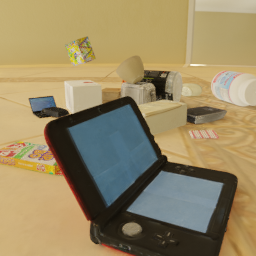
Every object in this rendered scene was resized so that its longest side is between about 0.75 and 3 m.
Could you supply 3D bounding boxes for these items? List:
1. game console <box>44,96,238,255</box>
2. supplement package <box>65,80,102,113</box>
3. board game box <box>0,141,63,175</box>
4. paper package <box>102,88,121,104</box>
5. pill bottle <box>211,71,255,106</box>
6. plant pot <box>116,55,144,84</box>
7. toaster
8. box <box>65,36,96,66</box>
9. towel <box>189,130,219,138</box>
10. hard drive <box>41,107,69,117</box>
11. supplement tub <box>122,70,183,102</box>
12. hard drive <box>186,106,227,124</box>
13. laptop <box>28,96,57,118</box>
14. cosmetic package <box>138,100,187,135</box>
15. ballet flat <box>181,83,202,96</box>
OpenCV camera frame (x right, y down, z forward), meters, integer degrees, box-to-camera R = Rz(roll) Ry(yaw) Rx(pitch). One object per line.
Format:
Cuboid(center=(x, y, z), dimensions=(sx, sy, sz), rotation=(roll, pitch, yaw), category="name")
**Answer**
Cuboid(center=(0.504, 0.552, 4.752), dimensions=(2.488, 1.714, 2.887), rotation=(8, 18, 26), category="game console")
Cuboid(center=(-1.985, -1.386, 12.297), dimensions=(1.254, 1.239, 2.069), rotation=(-6, 17, -20), category="supplement package")
Cuboid(center=(-2.200, 0.707, 6.850), dimensions=(2.100, 0.315, 1.003), rotation=(9, 19, 20), category="board game box")
Cuboid(center=(-0.794, -1.632, 14.201), dimensions=(1.209, 0.656, 1.268), rotation=(4, 16, 13), category="paper package")
Cuboid(center=(5.331, -1.911, 13.548), dimensions=(1.530, 1.530, 2.813), rotation=(-3, 16, -11), category="pill bottle")
Cuboid(center=(0.212, -2.303, 11.599), dimensions=(1.183, 0.794, 1.183), rotation=(-31, -13, -8), category="plant pot")
Cuboid(center=(0.387, -1.342, 12.192), dimensions=(1.880, 1.215, 1.069), rotation=(14, 21, 41), category="toaster")
Cuboid(center=(-1.705, -2.712, 9.980), dimensions=(0.523, 0.825, 0.857), rotation=(-31, 21, -35), category="box")
Cuboid(center=(2.377, 0.215, 8.820), dimensions=(0.832, 0.124, 0.609), rotation=(-1, 16, 5), category="towel")
Cuboid(center=(-2.994, -0.676, 11.495), dimensions=(1.048, 0.222, 0.707), rotation=(14, 21, 33), category="hard drive")
Cuboid(center=(1.161, -1.975, 13.620), dimensions=(2.694, 1.650, 1.650), rotation=(9, 18, 24), category="supplement tub")
Cuboid(center=(2.865, -0.532, 10.898), dimensions=(1.762, 0.373, 1.189), rotation=(-11, 19, -33), category="hard drive")
Cuboid(center=(-3.406, -0.907, 11.719), dimensions=(1.108, 0.646, 1.251), rotation=(-12, 20, -33), category="laptop")
Cuboid(center=(0.921, -0.379, 9.602), dimensions=(1.155, 0.816, 2.232), rotation=(15, 23, 42), category="cosmetic package")
Cuboid(center=(3.146, -2.154, 16.126), dimensions=(0.819, 0.819, 2.359), rotation=(-12, 18, -35), category="ballet flat")
